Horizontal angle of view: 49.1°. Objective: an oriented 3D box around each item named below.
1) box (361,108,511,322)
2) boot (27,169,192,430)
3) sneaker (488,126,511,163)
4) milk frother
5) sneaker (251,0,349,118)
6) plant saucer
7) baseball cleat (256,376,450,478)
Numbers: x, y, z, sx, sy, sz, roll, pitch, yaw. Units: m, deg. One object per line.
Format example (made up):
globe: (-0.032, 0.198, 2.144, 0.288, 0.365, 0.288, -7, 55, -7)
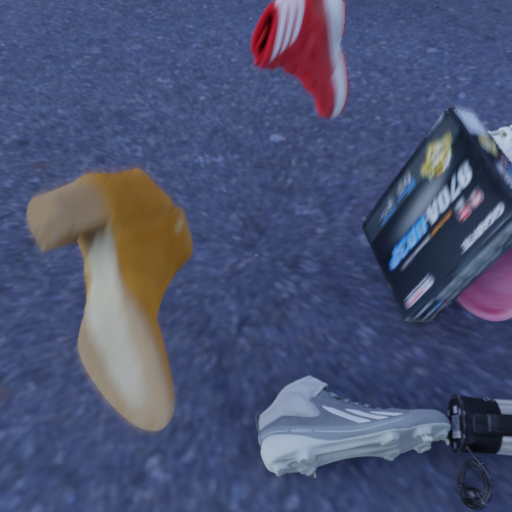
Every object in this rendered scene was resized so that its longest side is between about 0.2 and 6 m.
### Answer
box: (2.356, -0.473, 7.182, 0.506, 2.198, 1.747, 4, 49, -26)
boot: (-1.256, 0.319, 6.589, 1.013, 2.879, 2.061, -24, 3, 28)
sneaker: (4.476, -1.700, 9.207, 3.408, 1.372, 1.302, 2, 48, 4)
milk frother: (2.697, 2.132, 6.076, 1.031, 0.989, 1.096, 3, 89, 4)
sneaker: (0.645, -3.130, 9.051, 1.455, 2.519, 0.987, -21, 52, -4)
plant saucer: (3.032, 0.095, 7.290, 0.375, 1.479, 1.479, -16, 48, -21)
baseball cleat: (1.051, 1.784, 6.304, 2.114, 0.737, 1.125, -7, 47, -8)
